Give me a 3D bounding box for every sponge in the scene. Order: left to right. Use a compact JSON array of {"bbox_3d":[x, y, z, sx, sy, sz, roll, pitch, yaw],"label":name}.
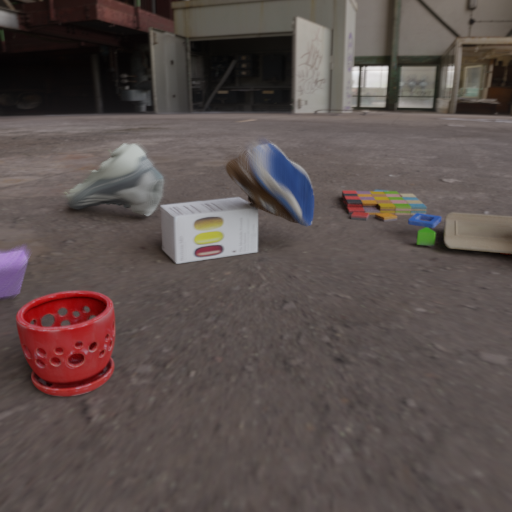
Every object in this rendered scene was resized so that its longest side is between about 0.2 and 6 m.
[{"bbox_3d":[-3.640,0.323,7.747,0.766,0.205,1.374,-14,-14,-31],"label":"sponge"}]

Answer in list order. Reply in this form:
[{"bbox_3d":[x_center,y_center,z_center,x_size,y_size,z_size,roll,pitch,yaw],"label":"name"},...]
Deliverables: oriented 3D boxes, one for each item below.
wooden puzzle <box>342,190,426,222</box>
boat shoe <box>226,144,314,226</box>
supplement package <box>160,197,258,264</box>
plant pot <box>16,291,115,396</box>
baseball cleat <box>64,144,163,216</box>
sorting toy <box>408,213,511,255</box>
[{"bbox_3d":[3.211,-1.371,14.341,1.870,0.222,3.154,1,18,2],"label":"wooden puzzle"},{"bbox_3d":[0.316,-1.240,10.071,0.927,0.926,2.563,-3,-22,25],"label":"boat shoe"},{"bbox_3d":[-0.888,-0.502,10.562,1.636,0.931,0.896,-9,22,-24],"label":"supplement package"},{"bbox_3d":[-2.043,0.975,6.133,1.001,0.911,1.001,0,17,0],"label":"plant pot"},{"bbox_3d":[-3.305,-1.414,13.109,3.168,1.686,1.105,-21,27,51],"label":"baseball cleat"},{"bbox_3d":[4.555,-0.368,11.065,3.057,0.416,1.721,6,23,18],"label":"sorting toy"}]
